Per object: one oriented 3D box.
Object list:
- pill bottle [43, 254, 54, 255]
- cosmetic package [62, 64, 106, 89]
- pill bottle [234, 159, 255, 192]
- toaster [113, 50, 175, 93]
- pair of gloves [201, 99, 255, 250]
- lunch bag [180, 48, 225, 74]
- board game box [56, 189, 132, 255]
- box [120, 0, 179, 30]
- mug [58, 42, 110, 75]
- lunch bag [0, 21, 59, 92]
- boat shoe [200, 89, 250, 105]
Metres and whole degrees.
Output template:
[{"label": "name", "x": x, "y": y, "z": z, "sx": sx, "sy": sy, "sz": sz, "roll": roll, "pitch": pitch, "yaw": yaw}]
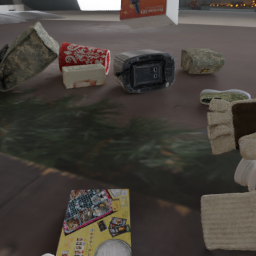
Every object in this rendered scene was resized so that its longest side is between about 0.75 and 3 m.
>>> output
[{"label": "pill bottle", "x": -1.258, "y": 2.112, "z": 2.774, "sx": 0.936, "sy": 0.936, "sz": 1.566, "roll": 25, "pitch": 36, "yaw": 39}, {"label": "cosmetic package", "x": -1.742, "y": -2.078, "z": 11.134, "sx": 1.601, "sy": 0.698, "sz": 0.827, "roll": -9, "pitch": 29, "yaw": -17}, {"label": "pill bottle", "x": 2.714, "y": 1.033, "z": 5.048, "sx": 0.766, "sy": 0.766, "sz": 1.408, "roll": -23, "pitch": 35, "yaw": -37}, {"label": "toaster", "x": 0.451, "y": -2.190, "z": 10.642, "sx": 2.481, "sy": 1.410, "sz": 1.603, "roll": -13, "pitch": 26, "yaw": -17}, {"label": "pair of gloves", "x": 2.409, "y": 0.616, "z": 4.432, "sx": 2.406, "sy": 0.496, "sz": 2.830, "roll": 0, "pitch": 58, "yaw": 22}, {"label": "lunch bag", "x": 3.285, "y": -2.954, "z": 12.472, "sx": 1.445, "sy": 1.036, "sz": 1.761, "roll": -3, "pitch": 23, "yaw": -6}, {"label": "board game box", "x": -0.492, "y": 1.604, "z": 4.479, "sx": 1.081, "sy": 0.276, "sz": 1.595, "roll": 0, "pitch": 28, "yaw": -1}, {"label": "box", "x": 0.263, "y": -1.638, "z": 3.305, "sx": 0.601, "sy": 0.789, "sz": 0.420, "roll": 3, "pitch": 4, "yaw": 26}, {"label": "mug", "x": -1.886, "y": -2.753, "z": 12.217, "sx": 2.009, "sy": 1.784, "sz": 1.341, "roll": 7, "pitch": -13, "yaw": 4}, {"label": "lunch bag", "x": -4.108, "y": -2.720, "z": 10.948, "sx": 2.652, "sy": 1.559, "sz": 2.175, "roll": -38, "pitch": 28, "yaw": 8}, {"label": "boat shoe", "x": 3.162, "y": -0.929, "z": 9.226, "sx": 1.583, "sy": 0.570, "sz": 0.491, "roll": 5, "pitch": 47, "yaw": 23}]
